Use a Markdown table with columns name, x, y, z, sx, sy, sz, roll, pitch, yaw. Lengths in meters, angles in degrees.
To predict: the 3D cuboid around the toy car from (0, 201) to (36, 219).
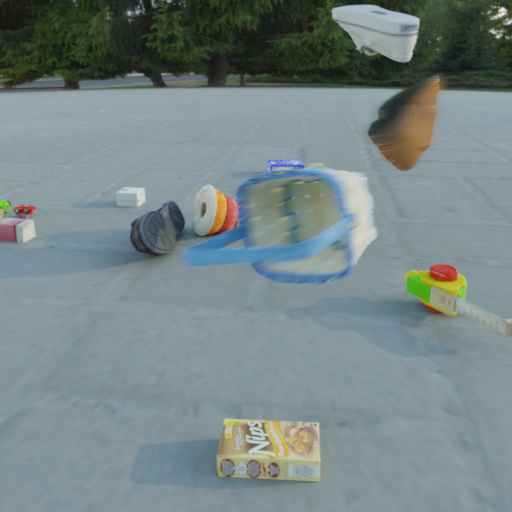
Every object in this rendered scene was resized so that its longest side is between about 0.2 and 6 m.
| name | x | y | z | sx | sy | sz | roll | pitch | yaw |
| --- | --- | --- | --- | --- | --- | --- | --- | --- | --- |
| toy car | -5.673 | -1.027 | 12.727 | 1.147 | 0.256 | 1.079 | -12 | 24 | -30 |

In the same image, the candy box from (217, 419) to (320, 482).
| name | x | y | z | sx | sy | sz | roll | pitch | yaw |
| --- | --- | --- | --- | --- | --- | --- | --- | --- | --- |
| candy box | 0.129 | 1.829 | 5.307 | 0.943 | 0.261 | 0.545 | 2 | 21 | 4 |

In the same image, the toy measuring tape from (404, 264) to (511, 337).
| name | x | y | z | sx | sy | sz | roll | pitch | yaw |
| --- | --- | --- | --- | --- | --- | --- | --- | --- | --- |
| toy measuring tape | 2.953 | 0.589 | 7.984 | 0.722 | 0.722 | 1.963 | -14 | 25 | -31 |

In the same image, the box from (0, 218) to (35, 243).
| name | x | y | z | sx | sy | sz | roll | pitch | yaw |
| --- | --- | --- | --- | --- | --- | --- | --- | --- | --- |
| box | -4.863 | -0.520 | 11.238 | 0.679 | 0.370 | 0.434 | 5 | 22 | 12 |

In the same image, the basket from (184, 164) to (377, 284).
| name | x | y | z | sx | sy | sz | roll | pitch | yaw |
| --- | --- | --- | --- | --- | --- | --- | --- | --- | --- |
| basket | 0.311 | -0.269 | 5.671 | 1.514 | 1.194 | 1.717 | -1 | 22 | 38 |

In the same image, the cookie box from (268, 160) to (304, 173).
| name | x | y | z | sx | sy | sz | roll | pitch | yaw |
| --- | --- | --- | --- | --- | --- | --- | --- | --- | --- |
| cookie box | 0.872 | -2.604 | 16.631 | 0.982 | 0.369 | 0.840 | -2 | 21 | -5 |

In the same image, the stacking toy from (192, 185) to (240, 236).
| name | x | y | z | sx | sy | sz | roll | pitch | yaw |
| --- | --- | --- | --- | --- | --- | --- | --- | --- | --- |
| stacking toy | -0.538 | -0.837 | 11.641 | 1.432 | 1.047 | 1.047 | 9 | 15 | -29 |

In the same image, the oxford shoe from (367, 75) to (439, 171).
| name | x | y | z | sx | sy | sz | roll | pitch | yaw |
| --- | --- | --- | --- | --- | --- | --- | --- | --- | --- |
| oxford shoe | 2.873 | -2.480 | 10.375 | 1.014 | 1.013 | 2.843 | -18 | 27 | 43 |

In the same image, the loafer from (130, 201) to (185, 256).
| name | x | y | z | sx | sy | sz | roll | pitch | yaw |
| --- | --- | --- | --- | --- | --- | --- | --- | --- | --- |
| loafer | -1.983 | -0.444 | 10.721 | 0.748 | 0.854 | 2.375 | -23 | 13 | 13 |

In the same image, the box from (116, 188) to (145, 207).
| name | x | y | z | sx | sy | sz | roll | pitch | yaw |
| --- | --- | --- | --- | --- | --- | --- | --- | --- | --- |
| box | -3.042 | -1.424 | 13.606 | 0.542 | 0.354 | 0.539 | 3 | 21 | 8 |

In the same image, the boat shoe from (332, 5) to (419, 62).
| name | x | y | z | sx | sy | sz | roll | pitch | yaw |
| --- | --- | --- | --- | --- | --- | --- | --- | --- | --- |
| boat shoe | 1.982 | -3.809 | 9.560 | 0.784 | 0.716 | 2.179 | -16 | 35 | -22 |
